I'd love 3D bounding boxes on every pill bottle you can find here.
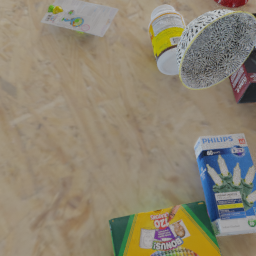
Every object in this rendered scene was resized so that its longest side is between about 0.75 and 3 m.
[{"bbox_3d":[1.279,-2.756,8.612,1.139,1.139,2.085,-7,63,-4],"label":"pill bottle"}]

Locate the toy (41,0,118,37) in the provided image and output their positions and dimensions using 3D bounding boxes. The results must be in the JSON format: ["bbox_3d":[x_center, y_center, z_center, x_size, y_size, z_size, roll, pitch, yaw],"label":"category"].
[{"bbox_3d":[-1.596,-3.636,9.414,2.283,0.539,1.315,19,67,10],"label":"toy"}]

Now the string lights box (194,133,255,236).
[{"bbox_3d":[2.445,1.327,6.768,1.180,0.677,2.297,-5,63,-3],"label":"string lights box"}]

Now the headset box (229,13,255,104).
[{"bbox_3d":[4.105,-1.990,8.242,2.140,1.110,2.875,-3,61,-2],"label":"headset box"}]

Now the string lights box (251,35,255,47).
[{"bbox_3d":[3.478,-1.378,6.069,1.765,0.520,0.907,25,45,-33],"label":"string lights box"}]

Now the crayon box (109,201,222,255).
[{"bbox_3d":[0.775,2.508,6.180,2.208,0.643,1.311,-10,63,-5],"label":"crayon box"}]

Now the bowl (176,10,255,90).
[{"bbox_3d":[1.752,-1.860,6.163,1.916,1.916,0.899,-22,56,-11],"label":"bowl"}]

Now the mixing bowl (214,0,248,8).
[{"bbox_3d":[3.772,-5.116,10.047,1.423,0.771,1.423,0,62,-1],"label":"mixing bowl"}]
